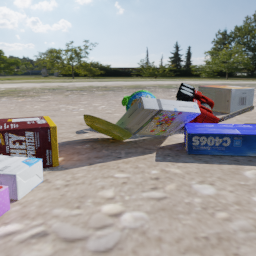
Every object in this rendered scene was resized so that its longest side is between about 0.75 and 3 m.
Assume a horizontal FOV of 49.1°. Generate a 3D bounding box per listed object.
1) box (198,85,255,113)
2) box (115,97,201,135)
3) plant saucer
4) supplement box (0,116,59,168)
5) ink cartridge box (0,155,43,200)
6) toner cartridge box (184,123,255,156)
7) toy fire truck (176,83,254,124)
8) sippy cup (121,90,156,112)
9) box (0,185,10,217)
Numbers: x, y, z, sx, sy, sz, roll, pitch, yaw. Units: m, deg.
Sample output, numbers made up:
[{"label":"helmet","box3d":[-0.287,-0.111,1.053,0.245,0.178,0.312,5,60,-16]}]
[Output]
[{"label":"box","box3d":[5.302,-1.642,15.362,1.824,1.274,2.395,-7,15,-29]},{"label":"box","box3d":[0.900,-0.293,8.632,2.102,0.433,1.639,1,-27,-32]},{"label":"plant saucer","box3d":[-0.675,0.035,8.823,1.671,0.260,1.671,21,-9,4]},{"label":"supplement box","box3d":[-2.653,0.354,7.049,1.533,1.018,1.512,-5,14,-22]},{"label":"ink cartridge box","box3d":[-2.628,0.934,5.587,1.564,0.531,0.907,3,13,13]},{"label":"toner cartridge box","box3d":[3.164,0.313,8.097,2.964,0.640,1.408,1,14,8]},{"label":"toy fire truck","box3d":[3.228,-0.759,11.304,2.824,1.817,2.486,25,21,6]},{"label":"sippy cup","box3d":[0.690,-0.686,11.286,1.805,1.417,1.323,-11,26,-8]},{"label":"box","box3d":[-3.290,1.268,4.180,2.362,0.462,1.616,4,14,14]}]
